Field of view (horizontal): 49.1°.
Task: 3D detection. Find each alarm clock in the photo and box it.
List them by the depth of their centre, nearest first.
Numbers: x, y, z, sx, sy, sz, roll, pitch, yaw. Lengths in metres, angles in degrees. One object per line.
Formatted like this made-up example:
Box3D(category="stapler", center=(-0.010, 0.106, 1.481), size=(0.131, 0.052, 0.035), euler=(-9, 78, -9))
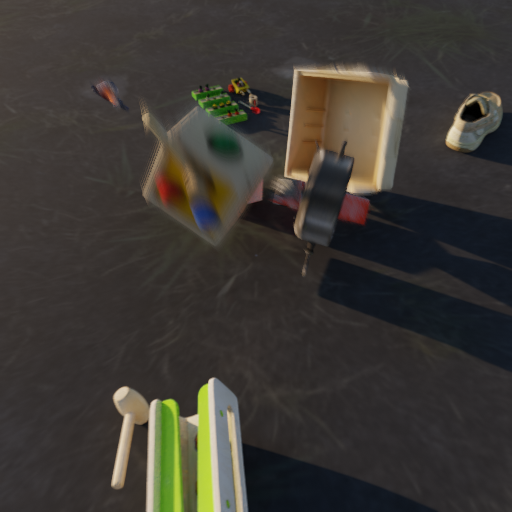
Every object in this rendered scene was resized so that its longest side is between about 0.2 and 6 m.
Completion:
Box3D(category="alarm clock", center=(0.888, -0.640, 7.972), size=(0.646, 1.940, 1.308), euler=(13, 4, 5))

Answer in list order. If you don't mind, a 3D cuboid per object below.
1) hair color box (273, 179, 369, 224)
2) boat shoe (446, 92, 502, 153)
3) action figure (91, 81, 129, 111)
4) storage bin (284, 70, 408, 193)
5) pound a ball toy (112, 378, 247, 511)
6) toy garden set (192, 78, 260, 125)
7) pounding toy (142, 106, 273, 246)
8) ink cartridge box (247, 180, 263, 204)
Box3D(category="hair color box", center=(1.103, -0.918, 9.479), size=(1.464, 0.448, 0.743), euler=(11, 4, -30))
Box3D(category="boat shoe", center=(4.968, -3.186, 12.505), size=(0.867, 0.781, 2.403), euler=(26, 49, 25))
Box3D(category="action figure", center=(-2.115, -2.407, 8.311), size=(0.623, 0.326, 0.603), euler=(27, 21, -26))
Box3D(category="storage bin", center=(1.597, -2.286, 10.212), size=(0.934, 1.992, 1.978), euler=(-8, 20, -39))
Box3D(category="pound a ball toy", center=(-0.878, 2.515, 6.548), size=(1.492, 0.972, 2.288), euler=(-23, 42, 13))
Box3D(category="toy garden set", center=(-0.610, -3.790, 13.470), size=(1.396, 0.334, 1.674), euler=(-19, 47, -19))
Box3D(category="pounding toy", center=(-0.923, -1.347, 8.877), size=(1.780, 1.934, 1.375), euler=(35, 48, 0))
Box3D(category="ink cartridge box", center=(-0.402, -1.379, 10.689), size=(0.898, 0.650, 0.661), euler=(-17, 46, -17))
